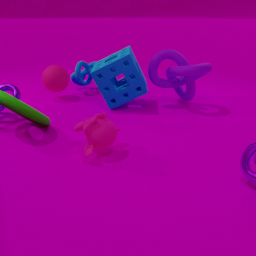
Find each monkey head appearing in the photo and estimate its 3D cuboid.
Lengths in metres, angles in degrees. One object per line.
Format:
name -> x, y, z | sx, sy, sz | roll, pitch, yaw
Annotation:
monkey head -> -0.696, 0.117, 6.049 | 0.885, 0.742, 1.231 | -14, 17, 38

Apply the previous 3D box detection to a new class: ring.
ring -> -2.632, -0.452, 6.975 | 1.523, 0.305, 1.523 | 29, -8, 5

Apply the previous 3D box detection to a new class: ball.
ball -> -2.466, -1.681, 9.557 | 0.914, 0.914, 0.914 | 0, 23, 0

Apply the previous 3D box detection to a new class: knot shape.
knot shape -> -1.549, -2.111, 10.544 | 1.205, 0.595, 1.288 | -38, -5, -14
knot shape -> 1.492, -1.696, 8.727 | 1.771, 1.892, 0.874 | 23, 64, -8
knot shape -> -3.807, -0.689, 7.936 | 1.282, 0.633, 1.370 | -16, 25, 36
knot shape -> 2.363, 0.630, 4.532 | 0.503, 1.018, 1.088 | -32, 62, -16

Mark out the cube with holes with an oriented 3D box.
cube with holes -> -0.246, -1.596, 8.790 | 1.283, 1.283, 1.283 | -23, 24, 12
